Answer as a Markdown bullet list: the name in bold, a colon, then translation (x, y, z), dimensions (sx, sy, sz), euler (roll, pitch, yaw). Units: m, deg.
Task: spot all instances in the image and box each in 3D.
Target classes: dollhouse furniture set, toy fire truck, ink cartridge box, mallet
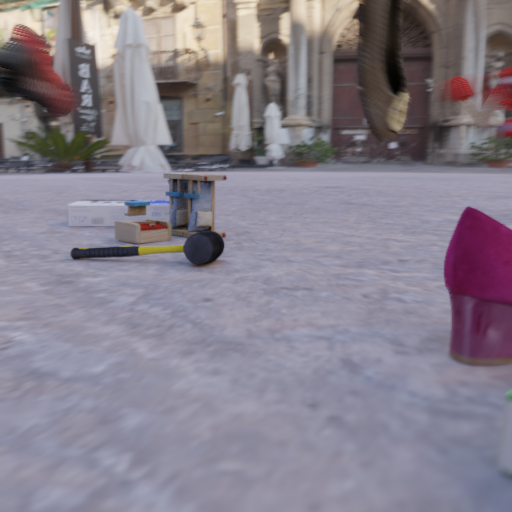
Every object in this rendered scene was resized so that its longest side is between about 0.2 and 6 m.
- **dollhouse furniture set**: translation (-1.628, -0.950, 10.867), dimensions (1.265, 1.272, 1.805), euler (10, 13, 42)
- **toy fire truck**: translation (3.538, -2.251, 8.355), dimensions (0.339, 1.391, 0.981), euler (5, -25, -39)
- **ink cartridge box**: translation (-3.084, -1.014, 13.243), dimensions (2.415, 0.534, 1.135), euler (0, 12, 0)
- **ink cartridge box**: translation (1.970, 0.930, 2.899), dimensions (1.127, 0.473, 0.816), euler (-6, 12, -31)
- **mallet**: translation (-1.722, -0.072, 8.582), dimensions (2.426, 0.499, 0.799), euler (-3, 5, 3)

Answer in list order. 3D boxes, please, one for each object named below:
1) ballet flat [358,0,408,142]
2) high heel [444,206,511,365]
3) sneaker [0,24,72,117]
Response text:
- **ballet flat**: translation (1.741, -2.928, 7.385), dimensions (0.675, 2.913, 0.981), euler (3, 29, 27)
- **high heel**: translation (2.806, 0.176, 4.811), dimensions (2.622, 1.260, 0.884), euler (-4, 11, -23)
- **sneaker**: translation (-3.595, -2.779, 9.020), dimensions (0.648, 0.896, 1.835), euler (30, -19, 15)
